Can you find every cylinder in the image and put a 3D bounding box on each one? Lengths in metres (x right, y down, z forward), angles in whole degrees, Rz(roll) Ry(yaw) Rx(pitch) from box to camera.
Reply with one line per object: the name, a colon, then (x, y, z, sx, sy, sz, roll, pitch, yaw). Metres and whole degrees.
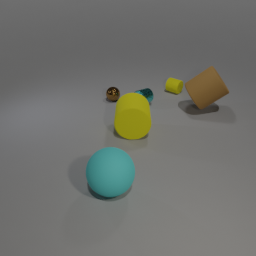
cylinder: (3.450, -1.753, 12.276, 1.400, 1.400, 1.400, -33, 21, 23)
cylinder: (0.184, -0.483, 11.005, 1.400, 1.400, 1.400, 0, 31, 1)
cylinder: (2.421, -2.213, 14.626, 0.700, 0.700, 0.700, 23, 38, 31)
cylinder: (0.725, -1.481, 13.204, 0.700, 0.700, 0.700, -22, 36, -40)

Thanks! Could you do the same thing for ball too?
ball: (-0.732, -1.671, 13.710, 0.700, 0.700, 0.700, 0, 30, 0)
ball: (-0.497, 1.245, 7.975, 1.400, 1.400, 1.400, 0, 30, 0)
